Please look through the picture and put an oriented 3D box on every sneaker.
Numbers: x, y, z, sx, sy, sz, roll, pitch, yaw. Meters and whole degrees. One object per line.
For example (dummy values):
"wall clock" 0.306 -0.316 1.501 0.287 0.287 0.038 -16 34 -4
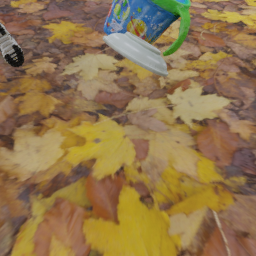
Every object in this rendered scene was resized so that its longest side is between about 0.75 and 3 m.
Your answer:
"sneaker" -3.636 -2.574 8.237 0.592 1.780 0.806 -30 60 -6

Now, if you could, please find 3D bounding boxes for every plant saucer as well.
"plant saucer" 0.230 -1.536 5.526 1.476 0.370 1.476 28 20 -11

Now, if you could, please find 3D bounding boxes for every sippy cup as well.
"sippy cup" 0.349 -3.087 7.510 2.000 1.867 2.547 17 42 -28
